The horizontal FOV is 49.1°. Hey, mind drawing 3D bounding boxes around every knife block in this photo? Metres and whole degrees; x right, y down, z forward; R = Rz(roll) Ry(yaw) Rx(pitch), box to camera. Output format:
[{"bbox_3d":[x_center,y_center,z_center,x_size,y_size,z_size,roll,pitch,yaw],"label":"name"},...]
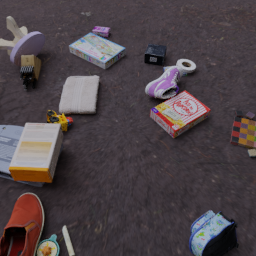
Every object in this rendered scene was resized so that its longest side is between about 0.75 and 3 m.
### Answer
[{"bbox_3d":[-4.439,-2.477,12.846,0.580,1.591,1.812,-2,4,-3],"label":"knife block"}]

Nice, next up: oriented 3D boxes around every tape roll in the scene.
[{"bbox_3d":[2.731,-2.929,13.191,0.918,0.168,0.918,5,47,-6],"label":"tape roll"}]

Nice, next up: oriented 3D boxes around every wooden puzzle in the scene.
[{"bbox_3d":[4.655,0.213,10.649,1.339,0.159,2.258,16,50,13],"label":"wooden puzzle"}]

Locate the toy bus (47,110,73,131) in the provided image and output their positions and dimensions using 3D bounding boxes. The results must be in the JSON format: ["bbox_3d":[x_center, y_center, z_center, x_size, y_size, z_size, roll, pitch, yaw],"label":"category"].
[{"bbox_3d":[-2.640,-0.291,10.844,0.897,0.634,0.934,-13,46,-28],"label":"toy bus"}]

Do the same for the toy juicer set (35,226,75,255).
[{"bbox_3d":[-2.075,3.487,7.581,1.623,0.442,1.032,-36,58,-28],"label":"toy juicer set"}]

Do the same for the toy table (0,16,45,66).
[{"bbox_3d":[-5.162,-4.048,13.302,1.332,2.091,2.274,30,36,5],"label":"toy table"}]

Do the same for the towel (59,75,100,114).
[{"bbox_3d":[-2.021,-1.468,11.952,1.516,0.394,2.287,-2,49,2],"label":"towel"}]

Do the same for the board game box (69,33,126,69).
[{"bbox_3d":[-1.539,-3.932,14.128,2.392,0.409,1.608,31,55,24],"label":"board game box"}]

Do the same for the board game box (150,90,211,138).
[{"bbox_3d":[2.067,-0.589,11.157,1.918,0.444,1.453,-29,55,-23],"label":"board game box"}]

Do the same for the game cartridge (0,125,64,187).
[{"bbox_3d":[-3.900,0.843,9.859,2.959,0.599,1.973,13,53,11],"label":"game cartridge"}]

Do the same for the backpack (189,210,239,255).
[{"bbox_3d":[2.232,2.985,7.608,1.253,1.147,0.921,-29,33,-21],"label":"backpack"}]

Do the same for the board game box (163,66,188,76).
[{"bbox_3d":[2.224,-2.655,13.166,0.978,0.169,0.662,-9,49,-8],"label":"board game box"}]

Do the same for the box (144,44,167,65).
[{"bbox_3d":[1.345,-3.613,13.729,0.943,0.585,0.927,11,50,10],"label":"box"}]

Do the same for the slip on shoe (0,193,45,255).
[{"bbox_3d":[-2.944,2.805,7.711,1.020,0.843,2.754,-11,35,0],"label":"slip on shoe"}]

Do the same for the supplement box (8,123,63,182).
[{"bbox_3d":[-2.912,0.760,9.113,1.216,0.709,1.929,2,48,2],"label":"supplement box"}]

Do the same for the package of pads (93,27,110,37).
[{"bbox_3d":[-1.453,-5.289,15.372,0.906,0.343,0.546,9,47,8],"label":"package of pads"}]

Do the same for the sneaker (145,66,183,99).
[{"bbox_3d":[1.896,-1.864,11.881,2.143,0.777,1.222,-40,39,-23],"label":"sneaker"}]
